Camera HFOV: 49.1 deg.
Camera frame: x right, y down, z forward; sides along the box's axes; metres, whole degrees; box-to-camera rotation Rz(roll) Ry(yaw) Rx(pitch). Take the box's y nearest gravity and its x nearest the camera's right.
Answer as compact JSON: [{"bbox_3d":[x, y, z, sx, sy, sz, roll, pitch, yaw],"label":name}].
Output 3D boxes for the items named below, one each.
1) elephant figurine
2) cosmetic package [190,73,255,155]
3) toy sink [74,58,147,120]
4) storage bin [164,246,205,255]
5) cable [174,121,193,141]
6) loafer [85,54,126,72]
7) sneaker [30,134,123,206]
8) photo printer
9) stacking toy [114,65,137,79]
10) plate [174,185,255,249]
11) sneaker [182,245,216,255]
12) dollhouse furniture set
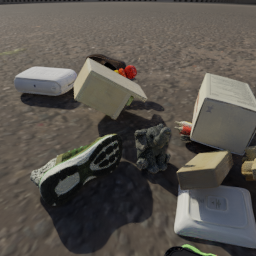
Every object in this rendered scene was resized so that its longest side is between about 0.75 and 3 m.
[{"bbox_3d":[0.674,0.322,7.074,1.108,1.428,1.010,15,33,24],"label":"elephant figurine"},{"bbox_3d":[2.796,-0.564,8.287,1.522,1.284,2.944,19,26,9],"label":"cosmetic package"},{"bbox_3d":[-0.661,-1.216,9.655,2.170,1.216,1.414,24,22,-24],"label":"toy sink"},{"bbox_3d":[0.798,2.654,3.571,1.257,0.872,1.860,14,32,22],"label":"storage bin"},{"bbox_3d":[2.293,0.166,8.250,1.916,0.482,0.930,9,20,17],"label":"cable"},{"bbox_3d":[-1.211,-3.099,13.672,2.244,0.820,0.797,13,31,22],"label":"loafer"},{"bbox_3d":[-1.220,0.749,6.853,1.179,1.023,2.661,19,32,38],"label":"sneaker"},{"bbox_3d":[-3.318,-1.994,11.782,2.190,0.761,1.822,6,28,10],"label":"photo printer"},{"bbox_3d":[-0.561,-2.003,11.216,1.924,0.821,0.821,-23,33,-3],"label":"stacking toy"},{"bbox_3d":[1.849,1.667,5.909,1.613,0.261,1.609,6,31,12],"label":"plate"},{"bbox_3d":[1.233,2.285,4.684,0.910,0.349,0.381,-2,31,48],"label":"sneaker"},{"bbox_3d":[2.545,1.531,5.741,2.397,1.953,2.280,-12,2,30],"label":"dollhouse furniture set"}]
